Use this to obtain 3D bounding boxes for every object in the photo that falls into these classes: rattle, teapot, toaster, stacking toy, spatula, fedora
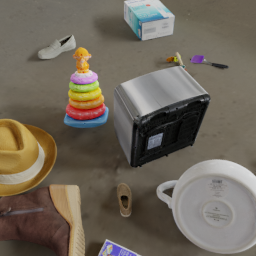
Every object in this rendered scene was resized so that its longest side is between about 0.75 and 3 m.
[{"bbox_3d":[1.842,-2.425,10.643,0.567,0.517,0.793,-16,76,1],"label":"rattle"},{"bbox_3d":[2.004,1.577,6.278,2.116,2.088,1.545,44,22,7],"label":"teapot"},{"bbox_3d":[0.802,-0.299,7.366,2.165,2.394,1.421,-21,56,-16],"label":"toaster"},{"bbox_3d":[-1.275,-1.222,8.127,1.285,2.215,1.215,-1,29,1],"label":"stacking toy"},{"bbox_3d":[3.159,-2.525,10.790,1.441,0.148,0.407,20,66,14],"label":"spatula"},{"bbox_3d":[-3.229,0.541,7.487,2.593,1.058,2.593,0,49,0],"label":"fedora"}]

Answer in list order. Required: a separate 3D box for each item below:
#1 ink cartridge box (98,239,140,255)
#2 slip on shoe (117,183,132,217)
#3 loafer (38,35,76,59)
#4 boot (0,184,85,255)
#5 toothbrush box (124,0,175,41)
[{"bbox_3d":[-0.243,3.004,5.859,0.988,0.214,0.979,18,51,18],"label":"ink cartridge box"},{"bbox_3d":[-0.092,1.716,6.922,0.356,0.284,0.937,-4,42,-1],"label":"slip on shoe"},{"bbox_3d":[-2.846,-3.244,11.149,1.647,0.575,0.576,-35,57,-27],"label":"loafer"},{"bbox_3d":[-1.977,2.341,6.160,1.912,0.831,2.298,-11,45,-3],"label":"boot"},{"bbox_3d":[0.890,-4.883,12.388,1.544,0.899,2.109,-15,49,-13],"label":"toothbrush box"}]
